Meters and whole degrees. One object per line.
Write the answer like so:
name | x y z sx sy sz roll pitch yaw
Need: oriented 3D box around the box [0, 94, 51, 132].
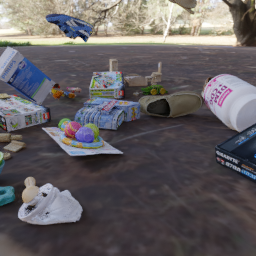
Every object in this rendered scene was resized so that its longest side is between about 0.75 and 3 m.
box | -4.128 -0.621 9.969 1.539 0.486 2.797 -18 27 -40

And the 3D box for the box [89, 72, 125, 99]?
box | -0.979 -2.136 13.645 1.601 0.505 2.908 -2 25 -2

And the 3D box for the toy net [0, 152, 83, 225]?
toy net | -2.213 1.148 5.077 2.904 0.561 1.523 10 22 24

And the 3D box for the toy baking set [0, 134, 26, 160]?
toy baking set | -3.775 0.498 7.302 2.029 0.236 1.557 1 20 2

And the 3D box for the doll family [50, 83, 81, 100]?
doll family | -2.859 -1.566 12.532 1.617 0.729 1.004 7 5 -38

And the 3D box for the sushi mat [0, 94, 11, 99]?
sushi mat | -4.846 -1.242 10.885 0.390 0.049 0.815 -14 23 -32

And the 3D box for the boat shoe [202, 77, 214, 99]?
boat shoe | 3.781 -1.503 11.584 1.083 1.026 2.859 -3 20 -8

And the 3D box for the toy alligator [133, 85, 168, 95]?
toy alligator | 1.100 -1.823 13.332 1.767 0.424 0.586 -7 21 -19

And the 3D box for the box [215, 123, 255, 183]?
box | 3.388 0.478 6.342 2.190 0.504 1.741 -24 29 -22

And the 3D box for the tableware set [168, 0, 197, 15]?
tableware set | 0.783 -2.963 5.459 1.465 0.204 1.754 25 53 -6

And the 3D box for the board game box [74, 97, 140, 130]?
board game box | -0.604 -0.538 9.594 1.908 0.589 1.910 4 20 12

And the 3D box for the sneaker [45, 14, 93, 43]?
sneaker | -1.753 -3.015 8.419 1.462 0.601 0.540 8 8 -29

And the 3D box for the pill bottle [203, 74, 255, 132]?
pill bottle | 3.486 -0.772 8.957 1.431 1.431 2.524 -2 23 -4

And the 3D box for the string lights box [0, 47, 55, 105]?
string lights box | -1.840 -0.897 5.022 0.309 0.539 1.048 27 -9 31

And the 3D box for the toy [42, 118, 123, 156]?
toy | -1.306 0.115 7.609 1.407 0.577 2.443 0 12 -33

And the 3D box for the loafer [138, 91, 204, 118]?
loafer | 1.553 -0.758 9.923 2.360 0.897 0.796 -8 24 0

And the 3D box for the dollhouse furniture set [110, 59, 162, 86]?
dollhouse furniture set | 0.537 -3.128 15.620 2.941 1.302 1.524 -3 21 -10
